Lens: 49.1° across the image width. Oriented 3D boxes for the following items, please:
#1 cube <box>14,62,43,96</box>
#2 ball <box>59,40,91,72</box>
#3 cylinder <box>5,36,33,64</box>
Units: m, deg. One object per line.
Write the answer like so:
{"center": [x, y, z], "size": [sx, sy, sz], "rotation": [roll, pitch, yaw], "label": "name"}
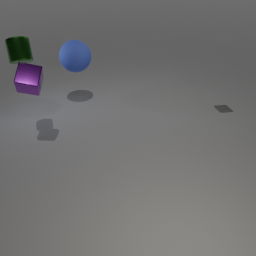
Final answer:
{"center": [-3.033, -1.495, 8.609], "size": [0.700, 0.700, 0.700], "rotation": [9, 70, -11], "label": "cube"}
{"center": [-2.336, -3.182, 12.426], "size": [1.400, 1.400, 1.400], "rotation": [0, 30, 0], "label": "ball"}
{"center": [-3.329, -2.373, 8.582], "size": [0.700, 0.700, 0.700], "rotation": [-10, 7, 1], "label": "cylinder"}
